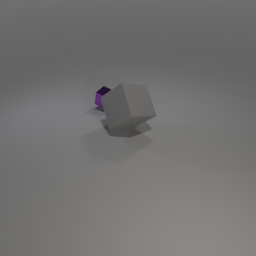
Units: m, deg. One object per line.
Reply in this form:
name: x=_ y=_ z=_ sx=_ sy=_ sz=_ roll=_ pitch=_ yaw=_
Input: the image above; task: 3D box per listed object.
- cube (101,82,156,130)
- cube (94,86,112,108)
cube: x=0.007 y=-0.846 z=11.089 sx=1.400 sy=1.400 sz=1.400 roll=-5 pitch=-17 yaw=-45
cube: x=-1.060 y=-1.410 z=13.074 sx=0.700 sy=0.700 sz=0.700 roll=27 pitch=42 yaw=14
